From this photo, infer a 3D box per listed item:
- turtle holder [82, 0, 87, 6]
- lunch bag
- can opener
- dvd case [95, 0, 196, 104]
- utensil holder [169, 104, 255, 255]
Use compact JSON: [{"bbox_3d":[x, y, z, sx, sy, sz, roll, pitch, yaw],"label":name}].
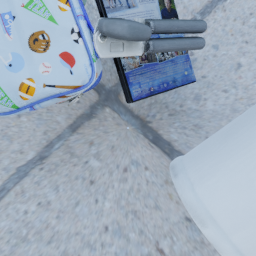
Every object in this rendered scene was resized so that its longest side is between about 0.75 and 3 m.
[{"bbox_3d":[-1.643,-3.488,6.504,2.716,2.064,1.929,-34,51,-3],"label":"turtle holder"},{"bbox_3d":[-1.779,-1.737,5.109,2.400,1.132,2.995,-19,98,3],"label":"lunch bag"},{"bbox_3d":[0.506,-1.577,4.893,2.389,0.629,0.794,-13,27,-32],"label":"can opener"},{"bbox_3d":[0.407,-2.052,6.149,1.900,0.234,2.663,-20,97,-26],"label":"dvd case"},{"bbox_3d":[2.231,0.683,4.384,2.423,2.059,2.059,-39,70,17],"label":"utensil holder"}]
